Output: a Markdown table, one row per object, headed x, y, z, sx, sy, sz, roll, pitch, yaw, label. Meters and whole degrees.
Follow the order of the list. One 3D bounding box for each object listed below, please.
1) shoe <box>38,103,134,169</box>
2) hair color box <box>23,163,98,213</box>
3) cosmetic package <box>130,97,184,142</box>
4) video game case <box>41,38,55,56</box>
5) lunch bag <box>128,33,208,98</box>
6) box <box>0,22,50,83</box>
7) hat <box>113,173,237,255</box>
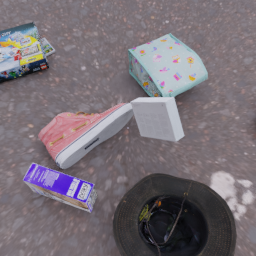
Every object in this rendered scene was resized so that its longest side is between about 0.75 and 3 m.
| x | y | z | sx | sy | sz | roll | pitch | yaw | label |
| --- | --- | --- | --- | --- | --- | --- | --- | --- | --- |
| -1.227 | -0.145 | 8.483 | 2.897 | 1.035 | 1.318 | -38 | 71 | -16 | shoe |
| -1.761 | 1.614 | 7.496 | 1.792 | 0.979 | 0.581 | 15 | 61 | 9 | hair color box |
| 0.742 | -0.257 | 7.384 | 0.366 | 1.068 | 1.416 | -31 | 22 | -30 | cosmetic package |
| -3.383 | -2.966 | 10.657 | 0.951 | 0.105 | 0.867 | -33 | 64 | -16 | video game case |
| 1.305 | -1.913 | 9.364 | 1.868 | 1.337 | 2.193 | -27 | 58 | -16 | lunch bag |
| -4.537 | -2.604 | 10.117 | 2.952 | 0.556 | 2.016 | -19 | 62 | -8 | box |
| 1.087 | 2.548 | 6.890 | 2.840 | 1.146 | 2.840 | -2 | 53 | 3 | hat |
